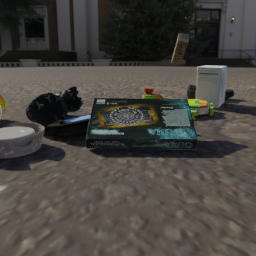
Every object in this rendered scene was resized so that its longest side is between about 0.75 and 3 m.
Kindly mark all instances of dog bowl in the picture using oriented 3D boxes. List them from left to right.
[{"bbox_3d":[-2.917,0.287,6.982,1.649,0.484,1.649,0,16,0],"label":"dog bowl"}]

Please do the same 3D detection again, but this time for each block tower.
[{"bbox_3d":[1.423,-2.154,7.659,0.286,0.307,1.060,11,-18,3],"label":"block tower"}]

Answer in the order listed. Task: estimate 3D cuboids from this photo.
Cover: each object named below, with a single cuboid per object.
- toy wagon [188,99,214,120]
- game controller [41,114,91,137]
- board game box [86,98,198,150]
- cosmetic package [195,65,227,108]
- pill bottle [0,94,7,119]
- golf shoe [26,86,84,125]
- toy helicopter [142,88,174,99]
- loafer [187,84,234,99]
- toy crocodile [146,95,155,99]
[{"bbox_3d":[2.466,-0.755,10.910,1.670,0.426,2.152,4,15,14],"label":"toy wagon"},{"bbox_3d":[-1.382,-0.221,8.757,1.323,0.534,2.536,14,20,41],"label":"game controller"},{"bbox_3d":[0.345,-0.158,7.522,2.742,0.386,1.855,1,39,2],"label":"board game box"},{"bbox_3d":[3.756,-1.890,12.570,1.065,1.733,1.727,9,18,25],"label":"cosmetic package"},{"bbox_3d":[-4.626,-0.594,9.145,1.048,1.048,1.887,-4,16,-16],"label":"pill bottle"},{"bbox_3d":[-2.734,-0.630,9.732,1.381,1.136,2.923,-15,9,22],"label":"golf shoe"},{"bbox_3d":[1.590,-1.272,12.359,1.914,0.755,1.266,6,10,-13],"label":"toy helicopter"},{"bbox_3d":[4.186,-1.858,14.126,2.442,0.857,0.829,-2,15,-7],"label":"loafer"},{"bbox_3d":[0.087,-0.346,8.533,2.247,0.694,0.759,-29,31,-33],"label":"toy crocodile"}]
